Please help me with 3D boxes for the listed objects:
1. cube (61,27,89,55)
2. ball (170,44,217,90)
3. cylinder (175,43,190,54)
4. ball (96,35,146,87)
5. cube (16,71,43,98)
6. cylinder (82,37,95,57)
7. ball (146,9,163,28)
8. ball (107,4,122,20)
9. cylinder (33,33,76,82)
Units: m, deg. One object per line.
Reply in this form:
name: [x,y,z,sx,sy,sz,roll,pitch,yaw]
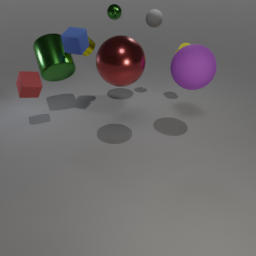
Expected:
cube: [-1.916,-3.180,10.217,0.700,0.700,0.700,12,49,15]
ball: [2.035,-1.892,8.751,1.400,1.400,1.400,0,29,0]
cylinder: [2.435,-3.189,12.089,0.700,0.700,0.700,-5,-12,-9]
ball: [-0.201,-1.863,7.856,1.400,1.400,1.400,0,29,0]
cube: [-3.619,-1.581,10.247,0.700,0.700,0.700,-5,63,-35]
cylinder: [-1.783,-3.339,11.169,0.700,0.700,0.700,33,6,-40]
ball: [1.063,-4.438,11.354,0.700,0.700,0.700,0,29,0]
ball: [-0.643,-5.475,13.222,0.700,0.700,0.700,0,29,0]
cylinder: [-2.974,-2.823,11.338,1.400,1.400,1.400,-14,75,-23]
